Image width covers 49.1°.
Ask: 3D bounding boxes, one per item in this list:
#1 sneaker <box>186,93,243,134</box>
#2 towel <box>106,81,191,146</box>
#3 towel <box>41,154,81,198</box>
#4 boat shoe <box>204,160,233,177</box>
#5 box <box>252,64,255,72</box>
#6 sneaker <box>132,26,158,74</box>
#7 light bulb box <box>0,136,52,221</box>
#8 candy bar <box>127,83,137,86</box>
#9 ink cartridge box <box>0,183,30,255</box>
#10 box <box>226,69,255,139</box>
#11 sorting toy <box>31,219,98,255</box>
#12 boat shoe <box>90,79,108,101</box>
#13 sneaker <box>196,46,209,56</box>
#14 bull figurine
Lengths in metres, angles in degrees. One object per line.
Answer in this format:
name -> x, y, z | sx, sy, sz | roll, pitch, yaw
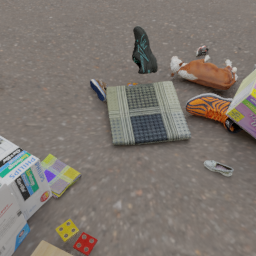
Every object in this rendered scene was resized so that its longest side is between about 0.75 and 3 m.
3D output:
sneaker -> 3.226, -0.496, 9.832 | 2.292, 0.889, 1.284 | 1, 42, 2
towel -> 0.636, -0.571, 10.143 | 2.720, 0.488, 2.825 | -6, 51, -4
towel -> -2.197, 1.389, 8.339 | 1.432, 0.163, 1.028 | 28, 51, 26
boat shoe -> 2.742, 1.174, 8.482 | 0.870, 0.279, 0.321 | 25, 48, 24
box -> 5.739, -2.294, 11.662 | 1.402, 1.012, 0.255 | -14, 47, -16
sneaker -> 0.504, -3.058, 10.979 | 0.808, 0.769, 2.040 | -18, 79, -5
light bulb box -> -3.068, 1.299, 7.349 | 1.649, 1.635, 1.029 | 24, 49, 25
candy bar -> 0.174, -1.087, 10.940 | 0.549, 0.244, 2.201 | 2, 44, 2
ink cartridge box -> -3.031, 2.113, 6.150 | 0.697, 2.089, 1.210 | 18, 45, 19
box -> 4.748, -0.750, 9.333 | 2.094, 1.151, 2.381 | 40, 51, 2
sorting toy -> -1.685, 3.250, 6.151 | 1.203, 0.422, 2.495 | 18, 46, 18
boat shoe -> -1.055, -1.599, 11.284 | 0.521, 0.520, 1.439 | -18, 46, -20
sneaker -> 3.679, -3.764, 13.742 | 0.378, 0.356, 0.924 | 34, 53, 23
bull figurine -> 3.215, -2.412, 11.843 | 2.880, 0.938, 1.748 | 30, 50, 28
